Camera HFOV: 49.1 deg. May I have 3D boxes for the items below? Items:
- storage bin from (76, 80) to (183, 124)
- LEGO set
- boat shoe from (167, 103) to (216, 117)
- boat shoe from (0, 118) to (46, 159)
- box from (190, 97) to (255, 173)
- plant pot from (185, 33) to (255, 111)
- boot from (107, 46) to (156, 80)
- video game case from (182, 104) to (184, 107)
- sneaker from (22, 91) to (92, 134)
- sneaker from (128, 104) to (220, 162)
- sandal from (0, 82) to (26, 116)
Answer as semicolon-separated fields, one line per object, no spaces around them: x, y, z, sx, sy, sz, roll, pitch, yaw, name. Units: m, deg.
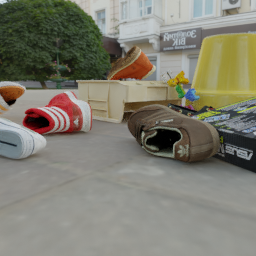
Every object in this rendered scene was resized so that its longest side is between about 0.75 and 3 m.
0.040;-1.062;10.230;2.878;1.349;2.858;-7;13;-41;storage bin
1.604;-1.252;9.052;0.761;1.854;0.707;-15;-22;-30;LEGO set
1.942;-0.213;7.010;2.233;0.700;0.817;11;8;33;boat shoe
-2.370;0.175;5.167;1.913;0.704;0.639;18;8;25;boat shoe
2.552;-0.086;5.152;2.556;0.566;2.047;-16;14;-20;box
3.533;-1.716;9.735;2.968;2.792;2.968;0;10;0;plant pot
0.064;-2.205;11.025;1.248;0.873;2.328;33;-26;-24;boot
1.744;-0.991;12.896;1.230;0.308;1.357;-2;10;-9;video game case
-2.157;-0.470;7.627;1.553;1.053;2.688;-4;9;-31;sneaker
0.502;0.039;5.139;0.888;0.829;2.352;-9;12;-32;sneaker
-4.841;-0.654;9.570;3.088;0.885;1.183;-19;-15;10;sandal
